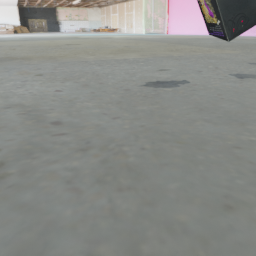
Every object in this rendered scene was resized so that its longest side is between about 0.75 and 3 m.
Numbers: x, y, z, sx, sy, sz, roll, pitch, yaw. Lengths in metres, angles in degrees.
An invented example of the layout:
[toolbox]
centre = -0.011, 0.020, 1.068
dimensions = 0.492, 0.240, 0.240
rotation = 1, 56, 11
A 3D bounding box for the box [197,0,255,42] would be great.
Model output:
[box]
centre = 2.530, -3.518, 7.126
dimensions = 1.296, 2.120, 1.124
rotation = -32, 32, 2
